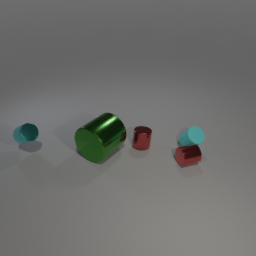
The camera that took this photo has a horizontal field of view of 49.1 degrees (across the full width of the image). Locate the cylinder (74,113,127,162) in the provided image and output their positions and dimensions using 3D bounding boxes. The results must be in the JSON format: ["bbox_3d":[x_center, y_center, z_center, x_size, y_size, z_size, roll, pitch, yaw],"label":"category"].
[{"bbox_3d":[-0.999,0.327,10.339,1.400,1.400,1.400,20,37,29],"label":"cylinder"}]

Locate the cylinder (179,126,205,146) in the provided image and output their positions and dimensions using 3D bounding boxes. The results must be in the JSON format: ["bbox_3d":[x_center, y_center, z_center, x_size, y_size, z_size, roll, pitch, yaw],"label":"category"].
[{"bbox_3d":[2.416,0.384,10.619,0.700,0.700,0.700,7,66,-17],"label":"cylinder"}]

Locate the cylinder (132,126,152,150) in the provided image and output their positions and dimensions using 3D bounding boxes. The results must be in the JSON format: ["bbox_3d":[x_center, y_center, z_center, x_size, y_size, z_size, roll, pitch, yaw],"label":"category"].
[{"bbox_3d":[0.550,0.376,10.876,0.700,0.700,0.700,5,26,-2],"label":"cylinder"}]

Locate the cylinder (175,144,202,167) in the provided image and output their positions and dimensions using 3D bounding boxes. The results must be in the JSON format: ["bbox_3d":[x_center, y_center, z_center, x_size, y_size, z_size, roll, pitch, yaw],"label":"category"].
[{"bbox_3d":[2.142,0.960,9.973,0.700,0.700,0.700,-11,32,-16],"label":"cylinder"}]

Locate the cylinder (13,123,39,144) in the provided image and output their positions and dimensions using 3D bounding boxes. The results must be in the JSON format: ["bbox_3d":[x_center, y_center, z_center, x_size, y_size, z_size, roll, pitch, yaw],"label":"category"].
[{"bbox_3d":[-3.767,0.204,10.330,0.700,0.700,0.700,-13,14,46],"label":"cylinder"}]
